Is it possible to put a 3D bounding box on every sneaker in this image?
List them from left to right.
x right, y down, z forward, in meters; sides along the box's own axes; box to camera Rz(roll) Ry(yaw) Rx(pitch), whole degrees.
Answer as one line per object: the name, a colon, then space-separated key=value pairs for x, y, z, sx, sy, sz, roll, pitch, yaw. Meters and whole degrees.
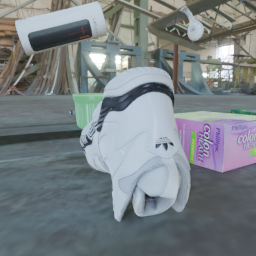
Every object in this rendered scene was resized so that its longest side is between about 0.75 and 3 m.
sneaker: x=-0.026 y=0.509 z=3.831 sx=0.988 sy=1.511 sz=2.629 roll=-2 pitch=-26 yaw=-19

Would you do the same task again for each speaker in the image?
speaker: x=-2.127 y=-3.266 z=9.190 sx=2.771 sy=1.125 sz=1.125 roll=-17 pitch=11 yaw=-8

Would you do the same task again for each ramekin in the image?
ramekin: x=-0.766 y=-0.651 z=10.412 sx=2.515 sy=1.229 sz=2.515 roll=0 pitch=9 yaw=0

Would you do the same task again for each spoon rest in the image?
spoon rest: x=1.981 y=-3.228 z=8.667 sx=0.338 sy=1.114 sz=0.553 roll=-11 pitch=-14 yaw=-45

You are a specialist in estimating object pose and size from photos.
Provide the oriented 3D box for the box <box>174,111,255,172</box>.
box: x=1.778 y=0.179 z=6.029 sx=1.633 sy=0.898 sz=1.857 roll=-6 pitch=10 yaw=-35

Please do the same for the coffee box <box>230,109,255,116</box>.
coffee box: x=5.687 y=-0.578 z=12.686 sx=1.165 sy=0.417 sz=1.895 roll=-2 pitch=9 yaw=-16

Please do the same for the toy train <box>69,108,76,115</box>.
toy train: x=-2.712 y=-0.874 z=14.988 sx=0.863 sy=0.368 sz=0.492 roll=-2 pitch=18 yaw=-14
